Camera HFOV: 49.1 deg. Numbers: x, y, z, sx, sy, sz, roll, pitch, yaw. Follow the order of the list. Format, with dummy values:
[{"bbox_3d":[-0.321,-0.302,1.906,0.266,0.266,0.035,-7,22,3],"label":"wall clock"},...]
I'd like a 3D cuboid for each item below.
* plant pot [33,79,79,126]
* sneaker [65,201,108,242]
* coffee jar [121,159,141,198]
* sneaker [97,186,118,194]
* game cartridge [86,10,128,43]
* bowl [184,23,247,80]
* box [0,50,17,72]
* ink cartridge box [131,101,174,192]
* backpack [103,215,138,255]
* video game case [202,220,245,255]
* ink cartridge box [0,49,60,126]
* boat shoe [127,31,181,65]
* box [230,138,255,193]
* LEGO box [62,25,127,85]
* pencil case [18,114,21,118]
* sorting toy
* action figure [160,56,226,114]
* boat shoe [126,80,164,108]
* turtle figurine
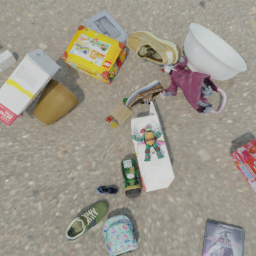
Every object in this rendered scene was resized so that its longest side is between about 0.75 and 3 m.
[{"bbox_3d":[-2.993,-0.894,11.171,1.433,1.433,1.538,33,77,13],"label":"plant pot"},{"bbox_3d":[-1.433,3.230,9.698,1.831,0.822,0.614,-40,73,-15],"label":"sneaker"},{"bbox_3d":[0.109,1.873,10.329,0.586,0.717,1.374,-7,68,-6],"label":"coffee jar"},{"bbox_3d":[-0.764,2.292,10.366,0.807,0.314,0.283,4,68,1],"label":"sneaker"},{"bbox_3d":[-1.031,-4.542,13.150,1.346,0.420,2.022,-35,74,-7],"label":"game cartridge"},{"bbox_3d":[3.370,-2.921,11.698,2.939,1.321,2.939,23,38,-19],"label":"bowl"},{"bbox_3d":[-5.489,-2.987,12.457,0.823,0.512,0.401,-42,73,-16],"label":"box"},{"bbox_3d":[0.764,0.686,10.282,0.991,1.710,2.935,-11,67,-4],"label":"ink cartridge box"},{"bbox_3d":[-0.307,3.625,9.533,1.091,0.925,1.229,-14,63,-7],"label":"backpack"},{"bbox_3d":[3.248,4.303,9.610,1.362,0.181,1.907,13,69,5],"label":"video game case"},{"bbox_3d":[-3.783,-1.524,10.260,1.042,1.814,2.499,40,106,-16],"label":"ink cartridge box"},{"bbox_3d":[0.704,-3.098,10.882,1.074,1.011,2.820,-29,38,-26],"label":"boat shoe"},{"bbox_3d":[4.869,1.520,10.295,0.993,1.037,2.080,-27,70,-11],"label":"box"},{"bbox_3d":[-1.427,-3.169,12.166,2.267,0.875,1.688,27,82,11],"label":"LEGO box"},{"bbox_3d":[-4.631,-0.876,11.653,0.387,0.404,0.935,-12,65,24],"label":"pencil case"},{"bbox_3d":[-0.305,-0.558,11.594,0.683,0.239,1.416,37,72,14],"label":"sorting toy"},{"bbox_3d":[2.491,-2.034,11.491,2.227,2.004,2.991,-2,37,-34],"label":"action figure"},{"bbox_3d":[0.748,-1.321,11.692,1.824,0.659,0.660,-36,74,-14],"label":"boat shoe"},{"bbox_3d":[0.705,0.371,9.062,1.005,0.676,1.343,-20,74,23],"label":"turtle figurine"}]
